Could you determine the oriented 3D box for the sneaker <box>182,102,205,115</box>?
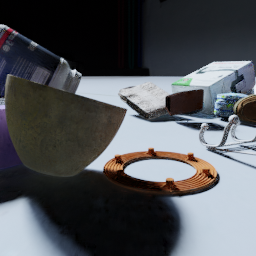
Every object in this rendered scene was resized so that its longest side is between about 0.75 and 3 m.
[{"bbox_3d":[1.891,-0.884,10.043,1.927,0.718,0.839,11,12,40],"label":"sneaker"}]

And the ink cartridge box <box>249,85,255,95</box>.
[{"bbox_3d":[4.826,-1.099,9.305,1.225,0.576,2.606,3,-6,15],"label":"ink cartridge box"}]

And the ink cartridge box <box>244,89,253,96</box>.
[{"bbox_3d":[4.772,-1.225,11.288,0.450,0.779,1.074,-12,17,-38],"label":"ink cartridge box"}]

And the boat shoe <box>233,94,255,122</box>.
[{"bbox_3d":[4.228,-0.545,8.087,2.300,0.828,0.782,-3,12,-14],"label":"boat shoe"}]

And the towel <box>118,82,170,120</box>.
[{"bbox_3d":[0.705,-1.004,9.547,1.472,0.383,2.221,-18,35,-24],"label":"towel"}]

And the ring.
[{"bbox_3d":[0.496,0.594,4.456,1.782,0.171,1.782,0,13,0],"label":"ring"}]

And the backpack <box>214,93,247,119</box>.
[{"bbox_3d":[3.310,-0.684,8.793,1.346,1.035,1.098,-22,28,-25],"label":"backpack"}]

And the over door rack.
[{"bbox_3d":[2.730,0.167,4.897,1.840,0.830,2.491,-6,14,-21],"label":"over door rack"}]

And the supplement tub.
[{"bbox_3d":[-2.872,-1.516,8.095,2.609,1.831,1.831,28,2,-22],"label":"supplement tub"}]

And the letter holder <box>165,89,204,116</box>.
[{"bbox_3d":[1.676,-0.895,8.386,1.036,0.736,0.521,-12,38,-6],"label":"letter holder"}]

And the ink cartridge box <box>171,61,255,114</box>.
[{"bbox_3d":[3.293,-1.643,10.753,2.618,1.087,1.919,-29,25,-28],"label":"ink cartridge box"}]

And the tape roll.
[{"bbox_3d":[-2.761,-0.004,5.243,2.352,0.999,2.352,0,12,0],"label":"tape roll"}]

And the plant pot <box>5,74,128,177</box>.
[{"bbox_3d":[-1.011,0.034,4.184,1.772,1.190,1.772,16,3,-1],"label":"plant pot"}]
